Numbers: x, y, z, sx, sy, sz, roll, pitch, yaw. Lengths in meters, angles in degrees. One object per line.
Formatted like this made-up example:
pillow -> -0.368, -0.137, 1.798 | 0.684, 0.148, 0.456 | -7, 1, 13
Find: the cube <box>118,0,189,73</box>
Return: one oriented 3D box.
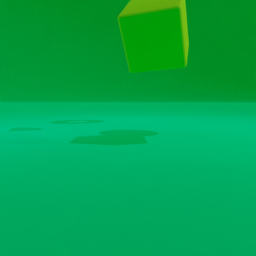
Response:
cube -> 0.442, -1.475, 4.329 | 0.882, 0.882, 0.882 | -2, 37, 17
